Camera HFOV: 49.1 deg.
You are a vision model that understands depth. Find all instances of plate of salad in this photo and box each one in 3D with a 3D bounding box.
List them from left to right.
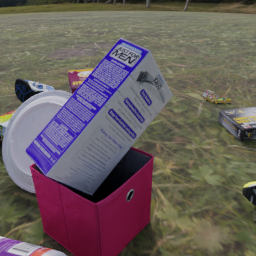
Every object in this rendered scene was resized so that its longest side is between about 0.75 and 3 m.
[{"bbox_3d":[-2.203,0.350,7.792,2.892,2.892,0.695,12,-9,20],"label":"plate of salad"}]

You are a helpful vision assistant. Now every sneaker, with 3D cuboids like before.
[{"bbox_3d":[-3.388,-1.273,10.619,2.293,0.868,0.883,27,25,23],"label":"sneaker"},{"bbox_3d":[3.690,1.533,7.168,1.833,0.716,0.827,1,21,-12],"label":"sneaker"}]

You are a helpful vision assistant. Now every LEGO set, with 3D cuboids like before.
[{"bbox_3d":[4.026,-1.444,12.727,1.276,0.475,0.587,19,34,30],"label":"LEGO set"}]

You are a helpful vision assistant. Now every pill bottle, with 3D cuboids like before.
[{"bbox_3d":[-2.480,2.483,4.404,2.801,1.561,1.561,7,29,13],"label":"pill bottle"}]

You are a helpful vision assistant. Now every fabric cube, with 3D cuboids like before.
[{"bbox_3d":[-0.683,1.456,5.999,1.854,1.848,1.819,20,33,32],"label":"fabric cube"}]

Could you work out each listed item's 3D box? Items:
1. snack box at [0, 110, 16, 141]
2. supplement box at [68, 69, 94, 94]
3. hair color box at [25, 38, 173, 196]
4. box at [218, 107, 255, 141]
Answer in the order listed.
[{"bbox_3d":[-3.233,-0.038,9.821,2.347,0.794,1.979,19,34,30],"label":"snack box"},{"bbox_3d":[-1.685,-1.598,12.131,1.667,1.314,2.547,-7,29,-12],"label":"supplement box"},{"bbox_3d":[-0.453,-0.154,5.590,0.912,1.539,2.815,38,85,35],"label":"hair color box"},{"bbox_3d":[4.678,-0.216,10.457,2.020,0.488,1.600,-6,29,-11],"label":"box"}]
